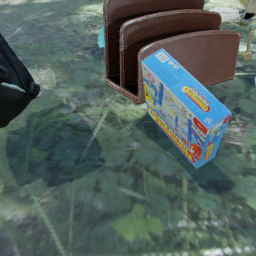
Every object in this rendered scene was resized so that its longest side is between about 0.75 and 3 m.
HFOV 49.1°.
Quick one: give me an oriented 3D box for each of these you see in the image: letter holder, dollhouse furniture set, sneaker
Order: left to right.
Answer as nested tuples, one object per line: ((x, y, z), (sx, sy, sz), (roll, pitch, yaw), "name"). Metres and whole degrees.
((1.066, -2.030, 6.414), (2.937, 2.088, 1.477), (-17, 34, -28), "letter holder")
((3.145, -3.395, 8.460), (1.544, 0.580, 0.626), (-1, 11, -4), "sneaker")
((3.509, -4.174, 7.445), (0.973, 1.548, 1.750), (-1, 45, -5), "dollhouse furniture set")

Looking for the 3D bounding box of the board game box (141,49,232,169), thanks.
((0.928, -0.280, 4.937), (0.456, 1.596, 1.630), (-33, 62, -11), "board game box")

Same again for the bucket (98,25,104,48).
((-0.362, -2.585, 7.859), (0.611, 0.940, 0.940), (14, 30, -35), "bucket")

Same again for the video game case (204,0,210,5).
((2.234, -4.305, 8.916), (0.111, 0.918, 1.009), (-17, 1, -15), "video game case")

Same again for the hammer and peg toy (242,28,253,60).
((4.067, -2.397, 7.966), (1.498, 1.102, 0.528), (-14, 48, 16), "hammer and peg toy")

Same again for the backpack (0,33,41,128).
((-3.444, -1.364, 5.190), (2.250, 2.653, 2.989), (-35, 81, 8), "backpack")
